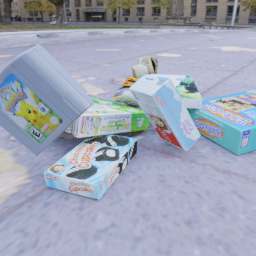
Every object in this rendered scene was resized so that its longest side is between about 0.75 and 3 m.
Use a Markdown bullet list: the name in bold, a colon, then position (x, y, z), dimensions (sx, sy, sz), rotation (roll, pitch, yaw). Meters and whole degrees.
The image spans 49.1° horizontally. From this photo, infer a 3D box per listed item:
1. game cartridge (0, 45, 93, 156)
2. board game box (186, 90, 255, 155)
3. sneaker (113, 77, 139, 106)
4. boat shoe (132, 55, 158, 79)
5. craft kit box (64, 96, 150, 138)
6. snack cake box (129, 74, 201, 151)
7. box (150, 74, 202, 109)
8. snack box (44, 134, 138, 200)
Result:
- **game cartridge**: position (-1.686, -0.396, 4.943), dimensions (2.143, 1.429, 0.434), rotation (-36, 11, 43)
- **board game box**: position (3.280, -0.306, 7.672), dimensions (2.910, 0.655, 2.213), rotation (-11, 27, -23)
- **sneaker**: position (0.067, -1.175, 8.784), dimensions (0.879, 0.867, 2.245), rotation (13, 8, 2)
- **boat shoe**: position (0.928, -2.518, 12.029), dimensions (0.892, 1.043, 2.845), rotation (-14, 21, 20)
- **craft kit box**: position (-1.078, -0.395, 7.387), dimensions (2.421, 0.595, 2.452), rotation (22, 19, 39)
- **snack cake box**: position (0.834, -0.347, 6.238), dimensions (0.559, 1.664, 0.957), rotation (-43, 31, -13)
- **box**: position (1.295, -1.085, 7.994), dimensions (1.303, 0.328, 1.806), rotation (3, 31, 0)
- **snack box**: position (-0.661, 0.674, 5.805), dimensions (1.135, 0.363, 1.954), rotation (8, 25, 21)
